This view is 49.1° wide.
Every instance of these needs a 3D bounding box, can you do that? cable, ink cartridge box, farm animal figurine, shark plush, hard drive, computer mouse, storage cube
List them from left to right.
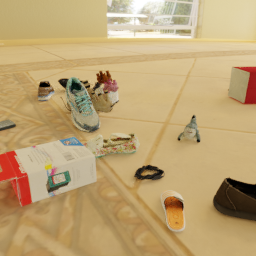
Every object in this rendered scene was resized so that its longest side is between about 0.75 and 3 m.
[{"bbox_3d":[-4.813,-0.075,10.557,0.937,0.154,0.654,-20,29,-39],"label":"hard drive"},{"bbox_3d":[-2.162,1.051,7.001,2.390,0.804,1.388,-13,26,-29],"label":"ink cartridge box"},{"bbox_3d":[-2.641,-2.155,15.155,2.389,0.550,1.677,5,24,-6],"label":"computer mouse"},{"bbox_3d":[-1.505,-1.267,12.029,2.625,1.384,2.654,-11,32,9],"label":"farm animal figurine"},{"bbox_3d":[0.532,1.177,7.493,0.816,0.207,0.666,-8,24,-16],"label":"cable"},{"bbox_3d":[2.320,-0.086,9.764,0.760,0.696,1.672,11,28,29],"label":"shark plush"},{"bbox_3d":[6.066,-2.129,13.626,1.611,1.532,1.792,-3,23,-11],"label":"storage cube"}]

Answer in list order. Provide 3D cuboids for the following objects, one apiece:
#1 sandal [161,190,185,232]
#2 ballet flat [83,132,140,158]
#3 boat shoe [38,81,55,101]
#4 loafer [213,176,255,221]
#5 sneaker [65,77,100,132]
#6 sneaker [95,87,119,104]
[{"bbox_3d":[1.017,1.671,6.087,0.499,0.373,1.301,-1,23,-1],"label":"sandal"},{"bbox_3d":[-0.630,0.469,8.580,2.042,0.653,0.772,-7,30,-15],"label":"ballet flat"},{"bbox_3d":[-4.225,-2.045,14.488,0.749,0.750,2.074,-4,23,-9],"label":"boat shoe"},{"bbox_3d":[3.000,1.523,5.860,2.288,0.816,0.835,5,23,11],"label":"loafer"},{"bbox_3d":[-1.790,-0.916,10.509,0.947,1.054,2.441,-21,59,-22],"label":"sneaker"},{"bbox_3d":[-1.431,-1.533,13.225,2.030,0.813,0.714,-9,26,-18],"label":"sneaker"}]
